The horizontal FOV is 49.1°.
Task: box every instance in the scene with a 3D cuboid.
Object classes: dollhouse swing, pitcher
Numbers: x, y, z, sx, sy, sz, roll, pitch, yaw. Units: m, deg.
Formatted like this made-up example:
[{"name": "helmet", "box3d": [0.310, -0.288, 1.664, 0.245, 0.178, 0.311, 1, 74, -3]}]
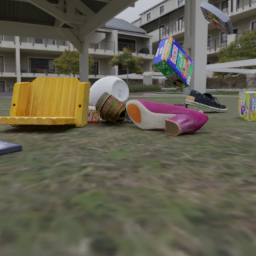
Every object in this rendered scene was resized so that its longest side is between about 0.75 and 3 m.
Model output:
[{"name": "dollhouse swing", "box3d": [-2.502, -0.879, 8.329, 2.261, 2.055, 1.988, 1, -13, 6]}, {"name": "pitcher", "box3d": [-1.070, -1.718, 15.340, 2.481, 1.753, 2.892, 9, -11, -42]}]

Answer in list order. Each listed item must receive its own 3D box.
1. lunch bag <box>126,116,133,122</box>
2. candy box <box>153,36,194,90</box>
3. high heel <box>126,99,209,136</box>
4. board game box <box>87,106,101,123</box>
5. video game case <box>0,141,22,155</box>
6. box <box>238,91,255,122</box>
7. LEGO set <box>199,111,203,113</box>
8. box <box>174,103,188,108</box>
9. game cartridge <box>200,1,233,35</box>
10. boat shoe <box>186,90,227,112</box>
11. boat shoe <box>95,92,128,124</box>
[{"name": "lunch bag", "box3d": [0.358, -0.461, 9.804, 0.704, 0.528, 0.830, -3, 15, -16]}, {"name": "candy box", "box3d": [1.792, -2.485, 10.776, 1.583, 1.338, 0.610, 37, -36, -30]}, {"name": "high heel", "box3d": [1.001, -0.422, 7.927, 1.181, 0.829, 2.463, -17, 21, -33]}, {"name": "board game box", "box3d": [-2.046, -0.520, 10.216, 2.144, 0.496, 1.624, 0, 8, 1]}, {"name": "video game case", "box3d": [-2.804, 0.373, 5.262, 1.337, 0.127, 0.955, 5, 9, 35]}, {"name": "box", "box3d": [5.230, -0.855, 10.581, 1.671, 1.058, 1.735, 1, 9, 9]}, {"name": "LEGO set", "box3d": [1.851, -0.130, 8.185, 0.890, 0.409, 0.331, -28, -8, -1]}, {"name": "box", "box3d": [2.621, -1.001, 13.887, 0.615, 0.460, 1.228, 3, 10, 14]}, {"name": "game cartridge", "box3d": [2.209, -2.788, 7.051, 0.966, 0.197, 0.643, 51, 7, 32]}, {"name": "boat shoe", "box3d": [3.914, -1.275, 13.610, 2.563, 0.798, 0.956, 11, 5, -29]}, {"name": "boat shoe", "box3d": [-0.423, -0.498, 9.400, 0.843, 0.892, 2.479, 33, 4, 8]}]
